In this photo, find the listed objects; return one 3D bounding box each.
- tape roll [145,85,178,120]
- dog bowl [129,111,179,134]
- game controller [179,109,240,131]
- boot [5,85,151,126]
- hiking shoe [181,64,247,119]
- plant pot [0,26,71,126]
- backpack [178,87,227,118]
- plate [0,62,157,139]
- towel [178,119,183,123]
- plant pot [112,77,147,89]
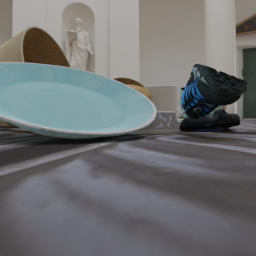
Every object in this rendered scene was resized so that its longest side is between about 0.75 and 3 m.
[{"bbox_3d":[1.065,-1.079,12.369,2.287,1.570,2.287,-3,9,0],"label":"tape roll"},{"bbox_3d":[0.309,-0.116,5.479,1.413,0.414,1.413,-1,2,0],"label":"dog bowl"},{"bbox_3d":[1.899,-0.127,6.680,1.238,0.500,2.372,-14,-2,15],"label":"game controller"},{"bbox_3d":[-1.282,-0.619,6.569,2.473,0.934,2.824,19,22,41],"label":"boot"},{"bbox_3d":[1.273,-0.483,4.428,0.748,0.871,2.010,22,16,4],"label":"hiking shoe"},{"bbox_3d":[-3.514,-1.184,8.549,2.999,2.809,2.809,-16,-2,16],"label":"plant pot"},{"bbox_3d":[3.604,-1.161,13.468,2.119,1.797,2.388,2,8,-9],"label":"backpack"},{"bbox_3d":[-1.025,-0.460,4.481,2.991,0.382,2.991,12,22,-5],"label":"plate"},{"bbox_3d":[2.081,-0.358,13.751,1.441,0.221,1.889,3,3,38],"label":"towel"},{"bbox_3d":[-0.144,-0.991,11.022,1.562,1.430,1.562,11,37,-8],"label":"plant pot"}]
